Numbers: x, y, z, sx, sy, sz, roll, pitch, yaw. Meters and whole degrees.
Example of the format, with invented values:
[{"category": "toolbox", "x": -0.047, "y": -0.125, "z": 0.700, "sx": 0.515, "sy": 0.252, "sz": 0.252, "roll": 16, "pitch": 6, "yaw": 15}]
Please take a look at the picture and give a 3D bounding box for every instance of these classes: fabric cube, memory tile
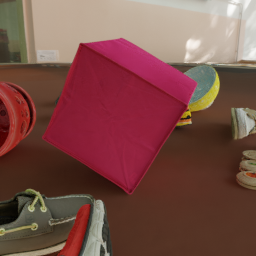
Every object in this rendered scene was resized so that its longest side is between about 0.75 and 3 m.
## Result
[{"category": "fabric cube", "x": -0.057, "y": -0.394, "z": 5.747, "sx": 2.079, "sy": 2.119, "sz": 2.112, "roll": 32, "pitch": 26, "yaw": 4}, {"category": "memory tile", "x": 3.562, "y": 0.978, "z": 5.742, "sx": 2.414, "sy": 0.203, "sz": 1.851, "roll": 8, "pitch": 18, "yaw": 26}]

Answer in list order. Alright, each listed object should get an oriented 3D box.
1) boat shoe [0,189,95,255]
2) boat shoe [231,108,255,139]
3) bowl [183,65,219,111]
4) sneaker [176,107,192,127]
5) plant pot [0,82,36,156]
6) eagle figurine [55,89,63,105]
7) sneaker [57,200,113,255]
[{"category": "boat shoe", "x": -1.484, "y": 1.276, "z": 3.827, "sx": 2.360, "sy": 0.705, "sz": 0.843, "roll": -8, "pitch": 18, "yaw": -26}, {"category": "boat shoe", "x": 3.617, "y": -0.237, "z": 8.627, "sx": 0.820, "sy": 0.896, "sz": 2.398, "roll": 0, "pitch": 15, "yaw": 21}, {"category": "bowl", "x": 2.958, "y": -1.456, "z": 11.792, "sx": 1.165, "sy": 2.165, "sz": 2.165, "roll": 41, "pitch": -9, "yaw": -33}, {"category": "sneaker", "x": 1.451, "y": -0.549, "z": 9.632, "sx": 0.641, "sy": 0.824, "sz": 1.832, "roll": -10, "pitch": 13, "yaw": -33}, {"category": "plant pot", "x": -3.445, "y": -0.265, "z": 7.106, "sx": 1.954, "sy": 1.954, "sz": 1.779, "roll": 1, "pitch": 7, "yaw": 2}, {"category": "eagle figurine", "x": -2.454, "y": -1.624, "z": 13.033, "sx": 1.758, "sy": 1.334, "sz": 1.327, "roll": -1, "pitch": 36, "yaw": -22}, {"category": "sneaker", "x": -0.729, "y": 1.526, "z": 2.595, "sx": 1.105, "sy": 1.002, "sz": 2.603, "roll": -4, "pitch": 16, "yaw": 5}]
